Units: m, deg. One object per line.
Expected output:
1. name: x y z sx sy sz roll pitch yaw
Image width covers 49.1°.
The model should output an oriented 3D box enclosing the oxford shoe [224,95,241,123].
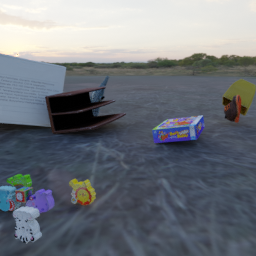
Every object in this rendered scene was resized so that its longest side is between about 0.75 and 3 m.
1. oxford shoe: 3.121 -0.552 8.407 0.479 0.470 1.320 9 -26 21

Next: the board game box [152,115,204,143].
1. board game box: 1.331 0.011 7.134 1.023 0.340 1.521 -6 9 22

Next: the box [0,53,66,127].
1. box: -3.853 -1.274 8.687 2.877 1.880 2.862 5 8 -35

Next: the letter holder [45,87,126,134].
1. letter holder: -1.089 -0.619 8.167 1.469 1.039 2.066 -4 12 25

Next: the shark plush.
1. shark plush: -0.942 -1.067 9.807 0.685 1.508 0.628 32 6 -36

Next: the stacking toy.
1. stacking toy: -1.333 0.930 3.547 1.502 0.353 1.133 0 7 24

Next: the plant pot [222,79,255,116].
1. plant pot: 3.677 -1.059 9.109 0.849 0.874 0.855 32 -4 23
